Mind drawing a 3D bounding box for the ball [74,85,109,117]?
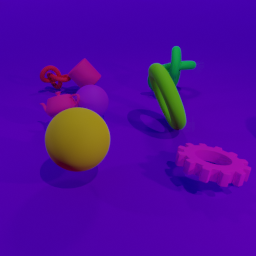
[{"bbox_3d":[-1.021,-0.719,7.815,0.967,0.967,0.967,0,28,0],"label":"ball"}]

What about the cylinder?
[{"bbox_3d":[-1.502,-1.826,9.705,0.830,0.830,0.830,-38,20,17],"label":"cylinder"}]

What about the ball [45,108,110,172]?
[{"bbox_3d":[-0.923,0.213,5.182,1.181,1.181,1.181,0,28,0],"label":"ball"}]

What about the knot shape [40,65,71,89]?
[{"bbox_3d":[-2.617,-1.798,9.844,1.079,0.498,1.009,-6,-20,36],"label":"knot shape"}]

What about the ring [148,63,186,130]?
[{"bbox_3d":[0.989,-0.790,7.172,0.363,1.813,1.813,-23,29,2],"label":"ring"}]

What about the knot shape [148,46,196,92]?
[{"bbox_3d":[1.489,-1.962,9.301,1.760,1.647,0.813,-39,76,-10],"label":"knot shape"}]

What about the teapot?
[{"bbox_3d":[-1.763,-0.607,7.213,1.292,0.633,0.803,-14,2,25],"label":"teapot"}]

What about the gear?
[{"bbox_3d":[1.651,0.687,5.530,1.394,0.258,1.394,9,18,-3],"label":"gear"}]
